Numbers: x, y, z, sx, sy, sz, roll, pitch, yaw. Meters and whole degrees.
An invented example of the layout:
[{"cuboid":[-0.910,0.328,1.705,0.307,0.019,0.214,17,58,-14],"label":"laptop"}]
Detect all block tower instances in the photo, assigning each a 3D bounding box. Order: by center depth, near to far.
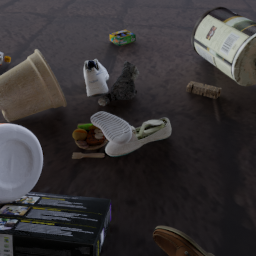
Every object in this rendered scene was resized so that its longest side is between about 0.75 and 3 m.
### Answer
[{"cuboid":[2.541,-1.284,9.428,1.101,0.297,0.318,16,42,20],"label":"block tower"}]

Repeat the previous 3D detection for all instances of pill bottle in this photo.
[{"cuboid":[-3.071,0.615,5.687,2.546,1.438,1.438,1,34,35],"label":"pill bottle"}]

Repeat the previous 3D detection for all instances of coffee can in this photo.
[{"cuboid":[3.870,-3.032,10.255,1.983,1.983,2.709,-13,41,-16],"label":"coffee can"}]

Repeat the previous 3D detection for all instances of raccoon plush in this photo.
[{"cuboid":[-0.234,-1.425,8.974,0.780,1.080,1.611,25,45,28],"label":"raccoon plush"}]

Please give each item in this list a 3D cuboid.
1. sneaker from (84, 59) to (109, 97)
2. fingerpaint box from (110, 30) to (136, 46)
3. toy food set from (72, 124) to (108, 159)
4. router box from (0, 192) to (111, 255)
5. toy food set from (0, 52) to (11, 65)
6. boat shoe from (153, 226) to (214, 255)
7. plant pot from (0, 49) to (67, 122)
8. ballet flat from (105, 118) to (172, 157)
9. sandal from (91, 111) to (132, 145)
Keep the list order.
[{"cuboid":[-1.117,-1.944,9.585,0.873,1.020,2.343,-14,32,-4],"label":"sneaker"},{"cuboid":[-0.250,-4.217,13.021,0.948,0.348,0.791,-25,45,-27],"label":"fingerpaint box"},{"cuboid":[-1.018,0.228,7.562,0.971,0.282,1.407,-1,39,-2],"label":"toy food set"},{"cuboid":[-1.399,1.742,5.048,2.002,0.511,1.493,4,13,7],"label":"router box"},{"cuboid":[-5.422,-2.733,11.171,1.361,0.612,0.649,21,26,-2],"label":"toy food set"},{"cuboid":[1.003,2.248,4.808,1.503,0.541,0.511,23,45,31],"label":"boat shoe"},{"cuboid":[-3.009,-1.090,8.205,1.708,1.866,1.866,-29,46,-15],"label":"plant pot"},{"cuboid":[0.287,0.148,7.386,1.954,0.678,0.678,-18,42,-20],"label":"ballet flat"},{"cuboid":[-0.384,0.025,7.105,0.658,0.398,1.618,-31,39,-15],"label":"sandal"}]
